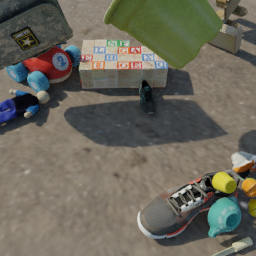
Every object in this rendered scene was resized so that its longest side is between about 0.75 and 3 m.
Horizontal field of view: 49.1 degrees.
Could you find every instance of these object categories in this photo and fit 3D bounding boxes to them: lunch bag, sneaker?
[{"bbox_3d":[-3.053,-3.151,7.273,2.383,2.906,1.709,-25,30,2],"label":"lunch bag"},{"bbox_3d":[1.436,1.585,6.553,2.693,1.103,1.038,-22,54,-17],"label":"sneaker"},{"bbox_3d":[2.927,0.930,7.328,0.631,0.519,1.372,27,21,35],"label":"sneaker"},{"bbox_3d":[0.588,-1.011,9.092,0.488,0.513,1.296,-8,52,-8],"label":"sneaker"}]

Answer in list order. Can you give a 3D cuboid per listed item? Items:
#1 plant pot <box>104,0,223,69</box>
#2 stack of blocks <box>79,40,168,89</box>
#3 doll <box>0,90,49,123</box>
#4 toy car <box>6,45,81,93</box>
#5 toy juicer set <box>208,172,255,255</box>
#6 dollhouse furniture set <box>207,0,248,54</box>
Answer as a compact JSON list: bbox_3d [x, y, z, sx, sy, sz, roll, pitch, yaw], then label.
[{"bbox_3d":[0.879,-2.392,5.988,1.922,2.091,2.091,42,56,-8],"label":"plant pot"},{"bbox_3d":[-0.154,-2.282,9.899,2.920,0.855,1.681,0,50,0],"label":"stack of blocks"},{"bbox_3d":[-3.499,-0.720,8.855,2.043,0.495,1.394,-25,56,-19],"label":"doll"},{"bbox_3d":[-2.957,-2.832,9.399,2.070,2.340,2.157,27,56,21],"label":"toy car"},{"bbox_3d":[2.383,1.980,6.321,1.263,1.985,0.540,4,8,-18],"label":"toy juicer set"},{"bbox_3d":[4.106,-4.515,10.932,1.722,2.271,2.592,33,84,26],"label":"dollhouse furniture set"}]
